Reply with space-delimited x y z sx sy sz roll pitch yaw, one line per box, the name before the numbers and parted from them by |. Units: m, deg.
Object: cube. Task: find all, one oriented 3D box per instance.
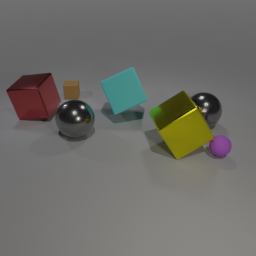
cube | 1.739 -0.118 9.291 1.400 1.400 1.400 -31 29 9
cube | -0.124 -1.488 11.364 1.400 1.400 1.400 -24 5 6
cube | -2.733 -1.859 13.607 0.700 0.700 0.700 -1 29 -4
cube | -3.844 -1.320 11.608 1.400 1.400 1.400 -2 35 14

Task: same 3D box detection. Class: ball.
ball | 3.017 0.578 9.152 0.700 0.700 0.700 0 29 0
ball | 2.907 -0.679 10.826 1.400 1.400 1.400 0 29 0
ball | -1.908 -0.332 10.158 1.400 1.400 1.400 0 29 0
